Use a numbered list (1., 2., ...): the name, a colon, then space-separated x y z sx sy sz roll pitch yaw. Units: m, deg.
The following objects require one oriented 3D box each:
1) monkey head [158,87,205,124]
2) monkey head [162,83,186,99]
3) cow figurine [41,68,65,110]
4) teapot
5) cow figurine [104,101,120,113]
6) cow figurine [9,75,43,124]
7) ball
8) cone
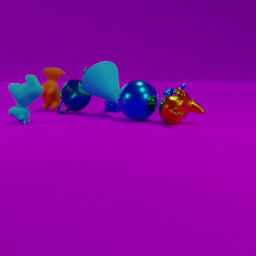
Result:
1. monkey head: 1.464 -0.483 7.888 1.182 0.990 1.643 35 -3 -1
2. monkey head: 1.625 -0.950 9.733 0.751 1.247 0.897 10 -21 27
3. cow figurine: -2.940 -1.585 10.902 0.810 1.477 1.453 4 40 13
4. teapot: -1.893 -1.288 10.086 1.210 1.946 0.953 39 2 38
5. cow figurine: -0.409 -0.895 10.923 0.989 0.543 0.973 4 15 13
6. cow figurine: -2.839 -0.769 7.851 1.173 1.155 0.644 -26 6 5
7. ball: 0.308 -0.835 8.463 1.230 1.230 1.230 0 10 0
8. cone: -0.602 -1.209 9.201 1.382 1.382 1.388 -9 50 -40
